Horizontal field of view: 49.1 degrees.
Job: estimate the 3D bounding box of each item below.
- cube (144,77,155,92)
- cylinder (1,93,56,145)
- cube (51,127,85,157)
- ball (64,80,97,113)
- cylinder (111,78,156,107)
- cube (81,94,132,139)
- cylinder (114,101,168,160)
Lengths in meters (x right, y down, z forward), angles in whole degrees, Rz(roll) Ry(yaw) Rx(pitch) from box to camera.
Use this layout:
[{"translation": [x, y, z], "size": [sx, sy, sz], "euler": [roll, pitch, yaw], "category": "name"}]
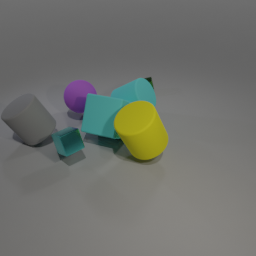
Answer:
[{"translation": [0.955, -2.136, 14.463], "size": [0.700, 0.700, 0.700], "euler": [-12, 29, 9], "category": "cube"}, {"translation": [-3.610, -0.316, 10.273], "size": [1.400, 1.400, 1.400], "euler": [-20, 38, 16], "category": "cylinder"}, {"translation": [-1.952, 0.429, 9.115], "size": [0.700, 0.700, 0.700], "euler": [-27, 20, -32], "category": "cube"}, {"translation": [-2.018, -1.336, 11.901], "size": [1.400, 1.400, 1.400], "euler": [0, 30, 0], "category": "ball"}, {"translation": [0.224, -1.194, 11.695], "size": [1.400, 1.400, 1.400], "euler": [-19, 16, 37], "category": "cylinder"}, {"translation": [-0.719, -0.417, 10.436], "size": [1.400, 1.400, 1.400], "euler": [11, 3, 19], "category": "cube"}, {"translation": [0.446, 0.082, 9.052], "size": [1.400, 1.400, 1.400], "euler": [-15, 46, 17], "category": "cylinder"}]
